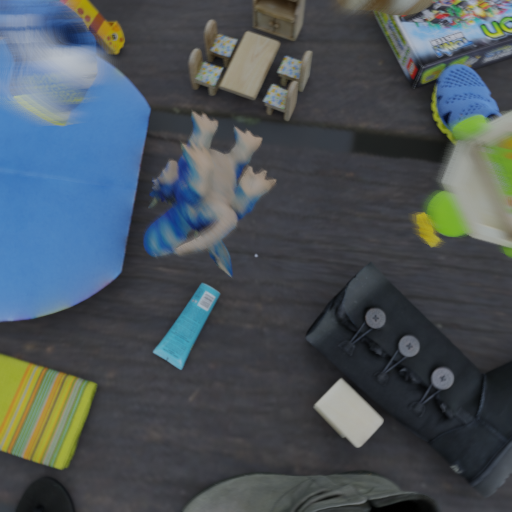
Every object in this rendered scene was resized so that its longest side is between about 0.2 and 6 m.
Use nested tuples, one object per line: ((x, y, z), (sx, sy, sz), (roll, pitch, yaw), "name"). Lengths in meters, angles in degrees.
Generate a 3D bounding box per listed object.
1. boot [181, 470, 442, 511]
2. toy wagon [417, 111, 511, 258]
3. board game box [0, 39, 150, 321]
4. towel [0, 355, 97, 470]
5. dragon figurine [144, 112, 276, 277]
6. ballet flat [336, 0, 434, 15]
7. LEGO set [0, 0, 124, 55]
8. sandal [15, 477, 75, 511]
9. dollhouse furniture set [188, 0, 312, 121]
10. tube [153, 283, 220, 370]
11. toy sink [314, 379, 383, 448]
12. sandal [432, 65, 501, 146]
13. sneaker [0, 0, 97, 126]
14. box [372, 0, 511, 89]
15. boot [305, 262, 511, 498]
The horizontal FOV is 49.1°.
((0.514, 3.504, 7.512), (3.490, 2.280, 1.182), (-9, 72, -3), "boot")
((3.317, -0.982, 7.501), (2.597, 0.514, 2.015), (-28, 106, 8), "toy wagon")
((-4.003, -1.309, 9.833), (3.961, 0.976, 5.014), (7, 78, -2), "board game box")
((-4.264, 2.271, 9.007), (3.204, 0.289, 1.379), (16, 68, 6), "towel")
((-0.682, -0.477, 6.884), (1.120, 1.891, 3.804), (15, 31, -18), "dragon figurine")
((2.038, -4.014, 8.633), (1.586, 0.518, 0.559), (-3, 108, -1), "ballet flat")
((-3.202, -4.877, 10.838), (1.440, 1.550, 3.776), (22, 76, 39), "LEGO set")
((-3.353, 4.527, 8.087), (0.936, 0.562, 2.493), (14, 73, 5), "sandal")
((0.074, -4.042, 10.362), (2.004, 1.519, 2.286), (21, 73, 7), "dollhouse furniture set")
((-1.112, 1.137, 9.326), (0.547, 0.356, 1.411), (28, 77, 12), "tube")
((1.438, 2.484, 8.783), (0.595, 0.511, 0.913), (-43, 72, -12), "toy sink")
((4.009, -2.232, 9.932), (1.160, 1.270, 2.918), (-13, 71, -2), "sandal")
((-2.390, -2.583, 6.623), (0.969, 0.872, 2.357), (-41, 55, 24), "sneaker")
((4.541, -4.924, 11.082), (3.991, 0.693, 2.197), (-19, 73, -6), "box")
((2.971, 1.396, 8.884), (3.575, 1.173, 2.946), (40, 75, 16), "boot")
